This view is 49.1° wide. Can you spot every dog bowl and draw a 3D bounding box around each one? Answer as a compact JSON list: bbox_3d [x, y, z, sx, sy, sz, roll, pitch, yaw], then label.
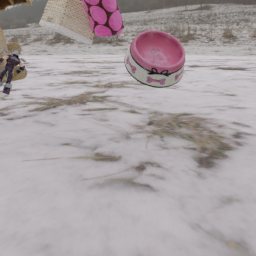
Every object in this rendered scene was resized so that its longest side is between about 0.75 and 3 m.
[{"bbox_3d":[0.664,-1.648,6.443,1.460,0.538,1.460,5,57,-8],"label":"dog bowl"}]

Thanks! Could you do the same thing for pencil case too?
[{"bbox_3d":[-0.856,-3.440,7.362,1.015,2.168,0.984,-16,44,8],"label":"pencil case"}]

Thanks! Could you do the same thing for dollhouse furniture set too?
[{"bbox_3d":[-3.024,-2.461,6.955,1.426,2.191,2.013,-14,-4,-7],"label":"dollhouse furniture set"}]

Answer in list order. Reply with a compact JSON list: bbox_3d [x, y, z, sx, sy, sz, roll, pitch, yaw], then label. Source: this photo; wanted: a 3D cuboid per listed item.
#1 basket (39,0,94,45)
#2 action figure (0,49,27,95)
[{"bbox_3d":[-1.718,-3.225,8.270,1.267,1.019,1.255,9,16,-43],"label":"basket"},{"bbox_3d":[-2.207,-1.066,5.146,0.558,0.857,0.297,24,-2,-35],"label":"action figure"}]
